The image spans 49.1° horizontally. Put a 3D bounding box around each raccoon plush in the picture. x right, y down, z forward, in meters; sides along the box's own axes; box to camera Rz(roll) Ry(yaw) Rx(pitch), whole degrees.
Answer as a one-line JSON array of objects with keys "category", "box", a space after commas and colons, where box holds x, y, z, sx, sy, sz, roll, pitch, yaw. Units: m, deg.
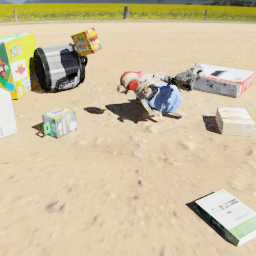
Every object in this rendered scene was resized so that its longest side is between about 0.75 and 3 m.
[{"category": "raccoon plush", "box": [1.705, -1.689, 8.560, 1.252, 0.606, 0.839, 25, 74, 17]}]

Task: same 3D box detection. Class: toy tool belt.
[{"category": "toy tool belt", "box": [0.968, -1.063, 9.580, 2.497, 1.559, 1.534, 10, 37, -47]}]

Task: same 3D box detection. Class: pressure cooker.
[{"category": "pressure cooker", "box": [-2.957, -2.838, 12.850, 2.305, 2.059, 2.027, -17, 30, -28]}]

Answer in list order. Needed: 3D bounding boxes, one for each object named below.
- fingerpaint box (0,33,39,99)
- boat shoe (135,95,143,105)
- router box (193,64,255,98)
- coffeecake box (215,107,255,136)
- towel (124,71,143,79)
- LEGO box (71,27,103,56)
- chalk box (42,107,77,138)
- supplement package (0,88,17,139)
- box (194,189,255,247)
[{"category": "fingerpaint box", "box": [-4.984, -2.851, 12.532, 1.033, 2.350, 2.817, 0, 27, 7]}, {"category": "boat shoe", "box": [1.012, -1.256, 11.405, 1.419, 0.524, 0.537, -2, 26, -3]}, {"category": "router box", "box": [4.293, -2.332, 13.410, 2.727, 0.666, 2.447, 18, 31, 32]}, {"category": "coffeecake box", "box": [3.558, -0.235, 9.407, 0.979, 0.466, 1.275, 3, 26, 6]}, {"category": "towel", "box": [0.268, -2.745, 14.835, 1.057, 0.164, 1.462, 0, 27, 1]}, {"category": "LEGO box", "box": [-1.630, -3.363, 11.002, 0.458, 0.883, 1.186, -38, 28, -29]}, {"category": "chalk box", "box": [-2.278, -0.143, 8.978, 0.683, 0.687, 1.104, 18, 30, 33]}, {"category": "supplement package", "box": [-4.888, -0.593, 9.036, 2.378, 1.424, 1.442, 23, 35, 39]}, {"category": "box", "box": [2.062, 1.764, 5.668, 0.857, 0.216, 1.187, -14, 28, -26]}]
